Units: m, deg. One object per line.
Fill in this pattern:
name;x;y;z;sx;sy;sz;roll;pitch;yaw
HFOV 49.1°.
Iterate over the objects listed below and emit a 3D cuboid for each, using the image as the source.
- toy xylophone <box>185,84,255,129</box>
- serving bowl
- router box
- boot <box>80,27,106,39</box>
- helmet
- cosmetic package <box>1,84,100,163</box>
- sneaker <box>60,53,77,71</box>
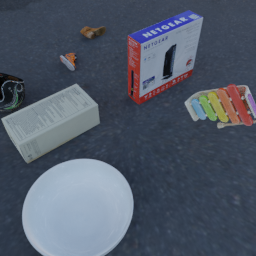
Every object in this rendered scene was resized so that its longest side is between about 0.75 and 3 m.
toy xylophone;3.120;-0.591;9.030;1.758;2.400;0.603;51;60;-16
serving bowl;-1.266;2.217;7.471;2.819;0.927;2.819;0;49;0
router box;1.338;-2.630;10.577;2.956;2.653;0.722;-31;55;-23
boot;-1.753;-4.897;14.120;0.877;0.433;1.130;34;64;31
helmet;-4.499;-1.248;10.266;1.366;1.302;1.366;19;14;-5
cosmetic package;-2.549;-0.232;9.552;2.851;1.042;1.476;-29;55;-24
sneaker;-2.468;-2.997;12.369;0.656;0.454;1.172;-30;55;-22
